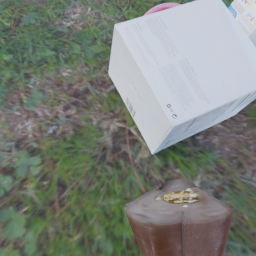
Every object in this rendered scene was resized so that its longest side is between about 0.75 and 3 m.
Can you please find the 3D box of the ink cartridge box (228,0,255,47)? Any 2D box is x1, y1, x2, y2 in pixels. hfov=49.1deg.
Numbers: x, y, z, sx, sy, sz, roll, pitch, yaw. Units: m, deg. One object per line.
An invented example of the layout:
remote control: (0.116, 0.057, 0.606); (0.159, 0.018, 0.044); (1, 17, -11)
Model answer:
ink cartridge box: (4.501, -3.817, 8.648); (1.526, 2.437, 1.566); (7, 49, -31)

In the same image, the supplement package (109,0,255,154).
supplement package: (1.389, -1.301, 7.052); (2.818, 2.072, 2.694); (-23, 74, -16)

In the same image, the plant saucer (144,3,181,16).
plant saucer: (1.270, -2.618, 8.682); (2.273, 0.576, 2.273); (-1, 98, -10)

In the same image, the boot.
boot: (1.481, 2.067, 4.205); (2.794, 2.997, 0.963); (-5, 25, 6)
